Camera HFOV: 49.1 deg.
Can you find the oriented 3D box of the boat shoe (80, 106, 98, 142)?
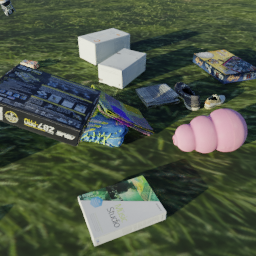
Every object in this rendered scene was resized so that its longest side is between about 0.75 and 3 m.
[{"bbox_3d":[-1.549,-0.518,10.589,0.822,0.964,2.883,29,42,-4],"label":"boat shoe"}]

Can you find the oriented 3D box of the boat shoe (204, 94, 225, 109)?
[{"bbox_3d":[3.712,-1.179,11.803,1.200,0.411,0.449,-28,44,-33],"label":"boat shoe"}]

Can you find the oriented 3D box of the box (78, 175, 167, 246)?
[{"bbox_3d":[-0.176,2.075,7.333,1.955,0.355,1.411,-14,38,-20],"label":"box"}]

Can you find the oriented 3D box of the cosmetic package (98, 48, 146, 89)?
[{"bbox_3d":[-0.245,-2.975,13.794,1.378,0.991,2.443,19,39,21],"label":"cosmetic package"}]

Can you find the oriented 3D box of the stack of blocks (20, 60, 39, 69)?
[{"bbox_3d":[-5.292,-3.386,14.999,0.879,0.258,0.506,11,37,15],"label":"stack of blocks"}]

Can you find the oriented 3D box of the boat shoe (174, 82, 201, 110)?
[{"bbox_3d":[2.591,-1.572,12.124,0.775,0.669,2.133,-6,36,-8],"label":"boat shoe"}]

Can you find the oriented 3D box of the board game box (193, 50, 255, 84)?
[{"bbox_3d":[5.017,-3.257,14.602,1.999,0.511,2.950,-11,37,-15],"label":"board game box"}]

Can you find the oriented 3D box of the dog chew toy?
[{"bbox_3d":[2.626,0.186,9.175,2.302,1.434,1.434,-12,37,-3],"label":"dog chew toy"}]

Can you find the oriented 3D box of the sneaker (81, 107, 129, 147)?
[{"bbox_3d":[-0.945,0.029,9.170,1.493,1.076,2.842,37,32,21],"label":"sneaker"}]

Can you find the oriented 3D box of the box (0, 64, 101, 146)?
[{"bbox_3d":[-2.188,-0.712,7.425,2.543,0.624,2.050,18,38,-2],"label":"box"}]

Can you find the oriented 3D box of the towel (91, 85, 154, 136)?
[{"bbox_3d":[-0.202,-0.624,10.063,2.401,0.273,1.724,26,22,-35],"label":"towel"}]

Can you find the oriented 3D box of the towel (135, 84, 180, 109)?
[{"bbox_3d":[1.294,-1.467,12.316,1.583,0.284,1.644,-11,38,-15],"label":"towel"}]

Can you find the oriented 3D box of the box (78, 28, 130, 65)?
[{"bbox_3d":[-1.320,-4.685,15.963,2.525,1.231,1.571,-27,44,-33],"label":"box"}]

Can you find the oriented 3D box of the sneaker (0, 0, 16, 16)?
[{"bbox_3d":[-3.748,-3.793,8.702,0.369,0.572,1.054,-32,36,-11],"label":"sneaker"}]
